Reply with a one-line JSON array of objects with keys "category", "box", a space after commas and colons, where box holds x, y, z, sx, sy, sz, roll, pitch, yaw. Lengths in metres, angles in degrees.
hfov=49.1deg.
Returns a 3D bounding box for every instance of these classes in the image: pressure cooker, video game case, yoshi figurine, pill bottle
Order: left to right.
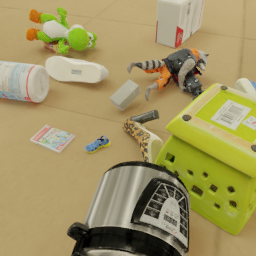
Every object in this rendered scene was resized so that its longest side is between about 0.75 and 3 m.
[{"category": "pill bottle", "box": [-3.892, -1.580, 9.343, 2.235, 1.215, 1.215, 8, 43, 10]}, {"category": "video game case", "box": [-2.177, 0.300, 8.100, 1.046, 0.091, 0.748, 19, 45, 20]}, {"category": "yoshi figurine", "box": [-2.699, -3.910, 11.492, 2.823, 1.587, 1.581, 13, 60, -5]}, {"category": "pressure cooker", "box": [0.133, 1.945, 4.954, 1.919, 1.949, 2.182, -2, 40, 19]}]

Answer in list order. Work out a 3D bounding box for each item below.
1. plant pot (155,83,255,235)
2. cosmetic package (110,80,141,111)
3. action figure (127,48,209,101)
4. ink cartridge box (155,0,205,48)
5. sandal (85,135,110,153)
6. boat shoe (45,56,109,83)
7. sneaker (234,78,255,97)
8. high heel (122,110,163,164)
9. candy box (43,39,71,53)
[{"category": "plant pot", "box": [2.156, 0.463, 6.380, 2.372, 2.163, 2.384, 30, 51, 29]}, {"category": "cosmetic package", "box": [-0.075, -1.036, 8.806, 0.911, 0.411, 0.487, -45, 60, -9]}, {"category": "action figure", "box": [1.661, -1.923, 9.616, 2.706, 1.463, 2.797, -23, 43, -10]}, {"category": "ink cartridge box", "box": [2.418, -5.132, 12.759, 1.120, 1.930, 2.674, 25, 48, 26]}, {"category": "sandal", "box": [-0.856, 0.423, 7.789, 0.766, 0.334, 0.304, -25, 50, -23]}, {"category": "boat shoe", "box": [-1.884, -2.176, 10.357, 2.494, 0.898, 0.854, 7, 13, 25]}, {"category": "sneaker", "box": [4.369, -0.417, 8.060, 1.668, 1.151, 2.998, -11, 47, -4]}, {"category": "high heel", "box": [0.308, 0.445, 7.811, 1.277, 0.640, 1.792, -18, 58, 40]}, {"category": "candy box", "box": [-2.915, -3.911, 12.541, 0.891, 0.431, 1.527, 31, 52, 28]}]
